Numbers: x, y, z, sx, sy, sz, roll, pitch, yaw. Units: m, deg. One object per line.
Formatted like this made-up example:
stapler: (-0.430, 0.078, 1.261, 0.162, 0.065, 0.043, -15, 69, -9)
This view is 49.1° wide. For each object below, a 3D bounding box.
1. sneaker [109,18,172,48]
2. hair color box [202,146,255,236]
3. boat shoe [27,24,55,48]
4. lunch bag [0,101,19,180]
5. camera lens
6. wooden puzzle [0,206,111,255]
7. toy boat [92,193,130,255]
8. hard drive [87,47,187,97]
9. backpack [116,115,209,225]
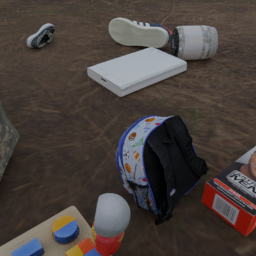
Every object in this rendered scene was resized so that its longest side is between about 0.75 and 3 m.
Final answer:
sneaker: (0.561, -4.047, 11.992, 2.861, 1.072, 1.209, 24, 33, 23)
hair color box: (2.487, 1.053, 5.422, 1.994, 0.611, 1.012, -25, 43, -31)
boat shoe: (-3.594, -3.909, 12.130, 0.635, 0.646, 1.792, 20, 50, 10)
lunch bag: (-3.719, 0.499, 5.550, 2.372, 1.394, 1.945, -7, 41, 6)
camera lens: (2.442, -3.210, 10.576, 1.534, 1.227, 1.227, -3, 37, -5)
wooden puzzle: (-1.130, 2.003, 4.365, 1.456, 0.364, 1.572, -26, 44, -30)
toy boat: (0.322, 2.036, 3.374, 2.229, 1.232, 2.652, -24, 52, -29)
hard drive: (0.338, -2.051, 9.750, 2.927, 0.385, 1.931, -27, 44, -30)
backpack: (0.565, 0.569, 5.239, 1.308, 1.617, 1.698, 10, 35, 41)
